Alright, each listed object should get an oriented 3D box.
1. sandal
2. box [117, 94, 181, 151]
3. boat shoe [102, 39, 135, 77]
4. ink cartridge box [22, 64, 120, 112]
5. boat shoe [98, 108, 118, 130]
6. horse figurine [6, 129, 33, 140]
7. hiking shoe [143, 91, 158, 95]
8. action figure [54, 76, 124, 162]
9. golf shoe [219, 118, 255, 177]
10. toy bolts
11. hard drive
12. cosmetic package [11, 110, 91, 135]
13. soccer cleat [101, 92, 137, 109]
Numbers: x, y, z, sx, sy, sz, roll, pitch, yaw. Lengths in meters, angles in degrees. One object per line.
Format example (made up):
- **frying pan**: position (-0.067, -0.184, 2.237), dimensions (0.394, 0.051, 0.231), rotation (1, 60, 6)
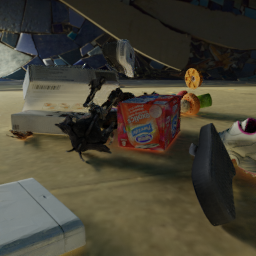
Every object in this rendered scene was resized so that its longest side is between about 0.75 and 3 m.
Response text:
- **sandal**: position (1.280, 0.589, 4.591), dimensions (0.590, 1.048, 2.755), rotation (-25, 1, 23)
- **box**: position (0.697, -0.264, 7.824), dimensions (1.239, 1.186, 2.485), rotation (4, 13, 18)
- **boat shoe**: position (-0.313, -2.386, 9.795), dimensions (0.932, 0.983, 2.812), rotation (3, 4, 8)
- **ink cartridge box**: position (-2.143, -1.212, 9.904), dimensions (2.974, 0.648, 2.581), rotation (-2, -18, -28)
- **boat shoe**: position (-0.092, -0.268, 9.274), dimensions (2.201, 0.755, 0.623), rotation (-5, 37, -30)
- **horse figurine**: position (-3.056, 0.182, 7.921), dimensions (0.619, 0.233, 0.935), rotation (15, 1, -12)
- **hiking shoe**: position (1.624, -1.685, 15.564), dimensions (1.695, 0.735, 0.631), rotation (-4, 13, -17)
- **action figure**: position (-0.914, -0.095, 6.988), dimensions (1.462, 1.255, 2.460), rotation (26, 53, -5)
- **golf shoe**: position (2.370, 0.251, 5.851), dimensions (0.862, 1.047, 2.288), rotation (-4, 11, -16)
- **toy bolts**: position (2.363, -1.491, 12.571), dimensions (1.465, 2.018, 2.112), rotation (-14, -1, -27)
- **hard drive**: position (-2.038, 1.206, 2.981), dimensions (2.635, 0.352, 1.738), rotation (-10, 15, -36)
- **cosmetic package**: position (-2.413, -0.206, 8.972), dimensions (2.410, 0.610, 0.995), rotation (3, 12, 15)
- **soccer cleat**: position (-0.785, -1.240, 13.494), dimensions (2.917, 0.995, 1.067), rotation (4, -9, 28)
